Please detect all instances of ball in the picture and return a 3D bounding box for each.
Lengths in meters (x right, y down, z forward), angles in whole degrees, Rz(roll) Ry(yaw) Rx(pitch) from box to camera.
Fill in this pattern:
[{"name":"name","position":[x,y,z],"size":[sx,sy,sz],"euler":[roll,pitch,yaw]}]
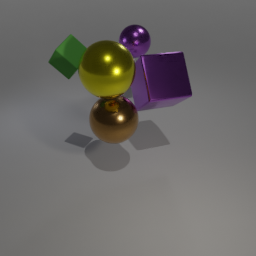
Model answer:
[{"name":"ball","position":[-0.398,-0.253,7.937],"size":[1.400,1.400,1.400],"euler":[0,30,0]},{"name":"ball","position":[-0.508,-1.415,6.833],"size":[1.400,1.400,1.400],"euler":[0,30,0]},{"name":"ball","position":[0.294,-3.755,12.166],"size":[1.400,1.400,1.400],"euler":[0,30,0]}]

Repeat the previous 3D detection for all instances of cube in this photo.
[{"name":"cube","position":[-1.527,-1.854,7.347],"size":[0.700,0.700,0.700],"euler":[-29,26,55]},{"name":"cube","position":[0.956,-1.417,8.760],"size":[1.400,1.400,1.400],"euler":[-9,-6,-16]}]
